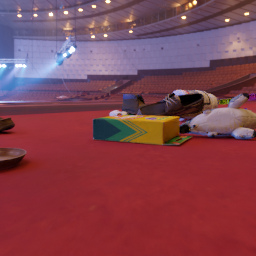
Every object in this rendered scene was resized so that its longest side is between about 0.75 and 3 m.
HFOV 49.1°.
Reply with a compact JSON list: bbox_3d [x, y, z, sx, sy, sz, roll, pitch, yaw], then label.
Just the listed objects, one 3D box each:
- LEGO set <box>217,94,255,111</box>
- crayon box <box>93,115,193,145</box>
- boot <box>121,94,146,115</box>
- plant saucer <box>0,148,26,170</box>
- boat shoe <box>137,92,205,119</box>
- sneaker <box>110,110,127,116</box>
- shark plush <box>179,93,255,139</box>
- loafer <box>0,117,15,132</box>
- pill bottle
[{"bbox_3d":[5.142,-0.970,13.617,2.769,1.056,1.136,-2,0,42],"label":"LEGO set"},{"bbox_3d":[0.408,0.006,7.149,2.235,0.568,1.419,4,8,24],"label":"crayon box"},{"bbox_3d":[0.536,-1.236,14.108,2.385,1.156,0.891,-3,3,41],"label":"boot"},{"bbox_3d":[-2.236,0.510,4.518,1.139,0.196,1.139,-1,7,0],"label":"plant saucer"},{"bbox_3d":[1.535,-0.805,9.864,2.574,0.943,0.959,-12,45,-20],"label":"boat shoe"},{"bbox_3d":[-0.527,-0.653,13.529,0.943,0.367,0.468,3,11,28],"label":"sneaker"},{"bbox_3d":[2.315,0.063,7.608,2.603,1.182,1.084,-19,-16,5],"label":"shark plush"},{"bbox_3d":[-4.465,-0.255,8.355,2.204,0.782,0.805,1,7,10],"label":"loafer"},{"bbox_3d":[2.939,-1.016,12.461,2.207,1.320,1.320,-4,8,-38],"label":"pill bottle"}]
